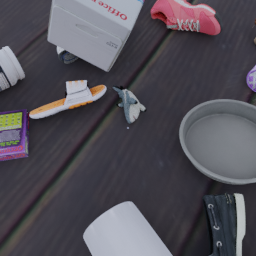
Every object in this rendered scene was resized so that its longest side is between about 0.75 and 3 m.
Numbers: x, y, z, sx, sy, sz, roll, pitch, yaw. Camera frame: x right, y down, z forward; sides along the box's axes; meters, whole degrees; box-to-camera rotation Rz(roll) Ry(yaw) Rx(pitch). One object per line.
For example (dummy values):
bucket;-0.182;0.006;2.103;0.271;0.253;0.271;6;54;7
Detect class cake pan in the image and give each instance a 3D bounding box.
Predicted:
cake pan;2.618;0.341;7.174;2.611;0.479;2.611;-2;50;3

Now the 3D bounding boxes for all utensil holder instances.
utensil holder;0.054;2.457;5.495;1.349;1.349;1.587;-29;60;-17

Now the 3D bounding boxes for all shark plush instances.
shark plush;-0.110;-0.805;8.109;0.598;0.652;1.436;-42;68;10

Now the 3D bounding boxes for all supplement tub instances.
supplement tub;-4.029;-1.582;8.173;1.650;1.158;1.158;-32;63;-19

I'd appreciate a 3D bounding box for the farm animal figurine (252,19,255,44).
farm animal figurine;5.012;-3.333;9.632;1.455;0.732;1.175;-2;76;-5

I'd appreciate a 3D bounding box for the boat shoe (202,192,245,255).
boat shoe;1.720;2.638;5.525;0.981;1.106;2.959;8;60;14

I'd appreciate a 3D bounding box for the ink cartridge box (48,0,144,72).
ink cartridge box;-0.734;-3.602;8.089;2.087;2.077;2.872;26;62;-10

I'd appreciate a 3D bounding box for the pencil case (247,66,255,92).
pencil case;4.547;-1.966;8.533;0.962;0.980;2.293;34;62;25

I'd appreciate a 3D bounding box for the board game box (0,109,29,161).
board game box;-3.877;0.275;7.491;2.356;0.381;1.414;-8;54;-5

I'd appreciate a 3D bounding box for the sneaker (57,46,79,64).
sneaker;-1.517;-2.830;9.289;1.850;0.689;0.806;-22;55;-14

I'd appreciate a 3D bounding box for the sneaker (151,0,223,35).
sneaker;1.978;-3.784;9.866;2.752;1.014;1.194;36;77;25

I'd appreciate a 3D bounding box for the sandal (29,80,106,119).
sandal;-1.713;-0.913;7.822;2.290;0.656;0.877;-21;24;-11
